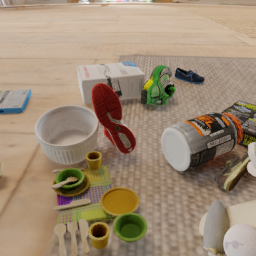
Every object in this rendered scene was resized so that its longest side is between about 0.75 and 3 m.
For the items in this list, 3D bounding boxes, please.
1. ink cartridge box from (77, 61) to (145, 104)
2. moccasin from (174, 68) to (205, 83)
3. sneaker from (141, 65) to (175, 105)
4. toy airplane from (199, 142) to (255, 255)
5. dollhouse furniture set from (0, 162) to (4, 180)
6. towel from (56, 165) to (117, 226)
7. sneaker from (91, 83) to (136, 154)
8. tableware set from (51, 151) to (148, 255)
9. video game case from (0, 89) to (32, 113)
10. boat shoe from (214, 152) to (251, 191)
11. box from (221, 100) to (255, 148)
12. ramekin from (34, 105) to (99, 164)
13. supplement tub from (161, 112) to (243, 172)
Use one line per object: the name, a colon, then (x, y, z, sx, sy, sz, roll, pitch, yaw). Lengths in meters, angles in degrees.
ink cartridge box: (-0.820, -2.100, 12.585, 2.710, 1.141, 1.960, -7, 31, -12)
moccasin: (3.069, -2.659, 14.140, 1.644, 0.560, 0.661, 19, 35, 29)
sneaker: (1.520, -1.802, 12.363, 1.245, 1.141, 2.924, 16, 42, 12)
toy airplane: (2.385, 1.587, 4.523, 2.044, 2.896, 2.884, 1, 26, -26)
dollhouse furniture set: (-4.496, 0.741, 7.330, 2.141, 1.520, 1.696, -11, 32, -18)
towel: (-1.085, 1.639, 7.096, 1.405, 0.223, 1.956, -6, 31, -12)
sneaker: (-0.655, -0.261, 8.541, 0.872, 2.227, 1.286, -27, 14, -21)
tableware set: (-0.767, 1.549, 6.593, 2.004, 0.457, 2.975, -8, 31, -13)
video game case: (-5.655, -1.110, 11.798, 2.756, 0.245, 1.972, -3, 31, -6)
boat shoe: (2.948, 1.067, 7.684, 0.539, 0.609, 1.663, 29, 41, 32)
box: (4.525, 0.006, 9.518, 2.702, 0.598, 2.165, 26, 38, 36)
ramekin: (-1.796, 0.233, 8.484, 1.856, 0.974, 1.856, 0, 41, 0)
supplement tub: (2.205, 0.322, 8.223, 2.206, 1.351, 1.351, -17, 34, -27)
